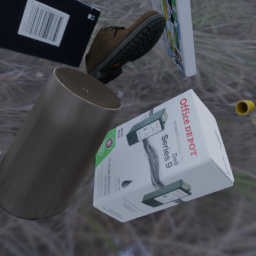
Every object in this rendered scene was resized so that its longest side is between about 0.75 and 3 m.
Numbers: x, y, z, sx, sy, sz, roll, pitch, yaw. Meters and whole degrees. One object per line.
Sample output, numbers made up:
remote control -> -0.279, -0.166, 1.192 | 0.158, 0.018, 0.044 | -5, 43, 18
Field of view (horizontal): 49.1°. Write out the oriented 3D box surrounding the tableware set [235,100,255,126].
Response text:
tableware set -> 3.226, -0.731, 5.594 | 0.366, 2.387, 1.608 | -11, 74, -33

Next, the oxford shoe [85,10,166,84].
oxford shoe -> -0.239, -1.770, 5.785 | 0.872, 2.401, 1.013 | -15, 83, -45

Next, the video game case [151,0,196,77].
video game case -> 0.867, -2.605, 5.973 | 0.264, 2.402, 2.190 | -16, 37, -1

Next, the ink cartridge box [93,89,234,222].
ink cartridge box -> 0.522, 0.528, 5.083 | 2.217, 0.932, 1.618 | -27, 42, 24

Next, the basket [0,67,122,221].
basket -> -0.945, 0.148, 4.004 | 1.208, 1.776, 1.601 | 33, 21, 1

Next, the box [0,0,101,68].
box -> -2.205, -2.411, 5.634 | 2.240, 1.338, 2.278 | 4, 28, -50
